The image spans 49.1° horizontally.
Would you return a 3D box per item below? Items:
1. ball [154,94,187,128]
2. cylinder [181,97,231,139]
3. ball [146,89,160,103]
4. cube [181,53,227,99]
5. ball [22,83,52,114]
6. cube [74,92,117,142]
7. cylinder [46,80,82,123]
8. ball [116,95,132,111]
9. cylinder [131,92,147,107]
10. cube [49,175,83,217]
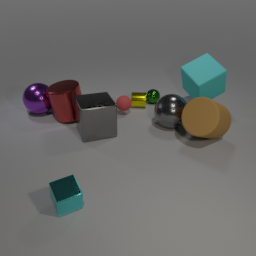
[{"bbox_3d":[1.764,-0.686,11.418,1.400,1.400,1.400,0,29,0],"label":"ball"},{"bbox_3d":[2.888,-0.339,10.283,1.400,1.400,1.400,24,9,36],"label":"cylinder"},{"bbox_3d":[1.226,-1.554,13.699,0.700,0.700,0.700,0,29,0],"label":"ball"},{"bbox_3d":[3.336,-2.140,12.421,1.400,1.400,1.400,-29,54,-5],"label":"cube"},{"bbox_3d":[-3.983,-1.319,12.546,1.400,1.400,1.400,0,29,0],"label":"ball"},{"bbox_3d":[-1.278,-0.469,11.022,1.400,1.400,1.400,-9,31,-17],"label":"cube"},{"bbox_3d":[-2.634,-1.166,12.066,1.400,1.400,1.400,-8,32,5],"label":"cylinder"},{"bbox_3d":[-0.186,-1.106,12.513,0.700,0.700,0.700,0,29,0],"label":"ball"},{"bbox_3d":[0.517,-1.347,13.311,0.700,0.700,0.700,3,29,4],"label":"cylinder"},{"bbox_3d":[-1.662,1.814,7.534,0.700,0.700,0.700,-16,48,-25],"label":"cube"}]
